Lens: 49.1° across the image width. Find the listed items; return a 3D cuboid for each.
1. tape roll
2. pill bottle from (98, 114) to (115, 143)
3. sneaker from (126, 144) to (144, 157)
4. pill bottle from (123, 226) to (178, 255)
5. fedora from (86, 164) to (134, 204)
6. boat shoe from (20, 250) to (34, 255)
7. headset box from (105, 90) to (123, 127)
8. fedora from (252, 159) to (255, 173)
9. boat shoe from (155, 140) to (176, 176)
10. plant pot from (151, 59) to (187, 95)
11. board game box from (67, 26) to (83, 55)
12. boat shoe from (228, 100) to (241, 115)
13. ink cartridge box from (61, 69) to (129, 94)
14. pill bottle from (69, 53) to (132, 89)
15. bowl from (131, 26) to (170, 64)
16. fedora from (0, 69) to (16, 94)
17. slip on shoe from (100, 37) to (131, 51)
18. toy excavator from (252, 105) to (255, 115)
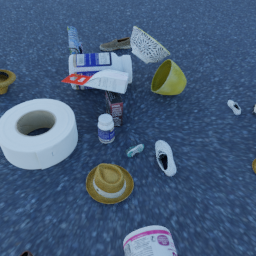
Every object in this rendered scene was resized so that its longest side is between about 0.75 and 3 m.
[{"bbox_3d":[-3.278,0.148,10.303,2.812,0.983,2.812,0,44,0],"label":"tape roll"},{"bbox_3d":[-0.812,0.022,10.383,0.604,1.044,0.604,0,44,0],"label":"pill bottle"},{"bbox_3d":[0.230,0.760,10.161,0.755,0.293,0.345,-24,31,-26],"label":"sneaker"},{"bbox_3d":[0.701,3.598,6.544,1.265,1.265,2.231,-8,45,-8],"label":"pill bottle"},{"bbox_3d":[-0.603,1.628,9.009,1.623,0.662,1.623,0,43,0],"label":"fedora"},{"bbox_3d":[-2.918,3.732,6.976,0.498,0.498,1.415,19,49,17],"label":"boat shoe"},{"bbox_3d":[-0.549,-0.864,11.073,0.522,1.352,1.006,-10,46,-11],"label":"headset box"},{"bbox_3d":[4.761,1.296,9.535,1.004,0.409,1.004,0,45,0],"label":"fedora"},{"bbox_3d":[1.242,0.946,9.695,0.556,0.494,1.510,-38,43,16],"label":"boat shoe"},{"bbox_3d":[1.914,-2.081,12.387,1.110,1.563,1.563,23,40,-20],"label":"plant pot"},{"bbox_3d":[-2.475,-3.525,13.692,0.620,2.009,2.008,-8,59,-7],"label":"board game box"},{"bbox_3d":[4.554,-0.947,11.917,0.334,0.296,0.907,-11,45,-11],"label":"boat shoe"},{"bbox_3d":[-1.164,-1.980,10.874,2.353,0.671,1.913,15,19,-3],"label":"ink cartridge box"},{"bbox_3d":[-1.217,-2.593,12.691,2.714,1.571,1.571,-3,44,-4],"label":"pill bottle"},{"bbox_3d":[0.801,-3.543,12.604,2.047,0.960,2.047,36,12,-9],"label":"bowl"},{"bbox_3d":[-5.906,-2.027,12.668,1.783,0.727,1.783,2,37,-2],"label":"fedora"},{"bbox_3d":[-0.680,-4.706,15.603,1.795,0.544,0.683,-5,44,-5],"label":"slip on shoe"},{"bbox_3d":[5.696,-0.613,11.486,1.051,0.525,1.022,25,50,12],"label":"toy excavator"}]
